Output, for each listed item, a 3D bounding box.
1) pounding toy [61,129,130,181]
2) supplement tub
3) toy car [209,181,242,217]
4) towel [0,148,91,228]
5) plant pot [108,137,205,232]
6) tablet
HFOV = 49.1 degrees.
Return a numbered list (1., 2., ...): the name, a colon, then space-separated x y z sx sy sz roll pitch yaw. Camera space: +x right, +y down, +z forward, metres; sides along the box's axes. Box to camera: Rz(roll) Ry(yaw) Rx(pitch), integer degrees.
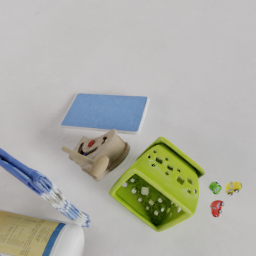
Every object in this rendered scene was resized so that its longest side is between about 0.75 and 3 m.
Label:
1. pounding toy: -0.789 0.421 6.542 1.160 1.164 2.030 -49 24 -15
2. supplement tub: -2.331 2.616 5.484 2.583 1.868 1.868 9 54 6
3. toy car: 1.969 1.389 6.118 0.204 0.859 0.913 36 96 -15
4. towel: -1.965 1.167 5.925 2.066 2.813 0.335 25 66 27
5. plant pot: 0.739 1.228 6.511 1.589 1.582 1.442 39 49 1
6. tablet: -0.689 -0.478 8.598 2.491 0.170 1.621 5 47 16
